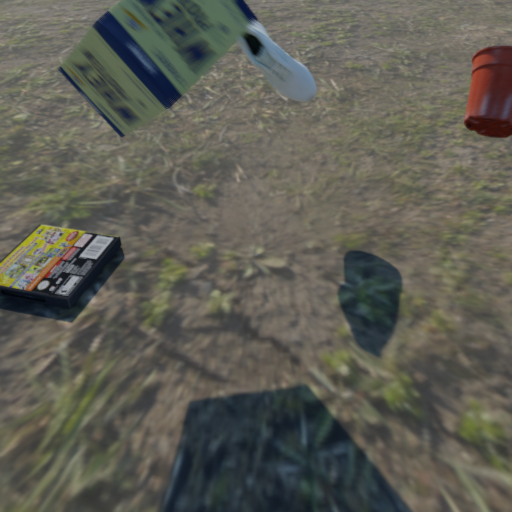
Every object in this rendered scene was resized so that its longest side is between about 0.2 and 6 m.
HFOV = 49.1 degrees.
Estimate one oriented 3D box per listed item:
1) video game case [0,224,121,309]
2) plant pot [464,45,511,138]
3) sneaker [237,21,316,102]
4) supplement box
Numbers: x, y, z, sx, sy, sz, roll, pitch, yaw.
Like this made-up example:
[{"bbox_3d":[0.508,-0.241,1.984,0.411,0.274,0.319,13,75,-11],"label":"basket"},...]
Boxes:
[{"bbox_3d":[-3.044,0.111,8.424,1.454,0.205,1.609,9,37,12],"label":"video game case"},{"bbox_3d":[3.542,-2.330,8.147,1.043,1.015,1.043,17,-4,1],"label":"plant pot"},{"bbox_3d":[0.282,-3.271,9.599,1.796,0.632,0.720,40,26,-11],"label":"sneaker"},{"bbox_3d":[-1.307,-2.723,7.249,1.794,1.206,1.796,-52,24,-23],"label":"supplement box"}]
